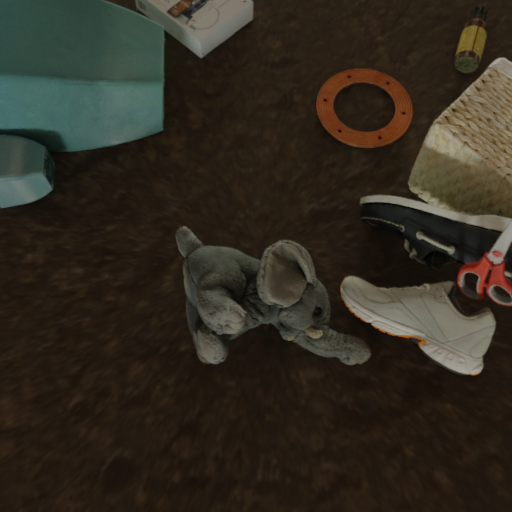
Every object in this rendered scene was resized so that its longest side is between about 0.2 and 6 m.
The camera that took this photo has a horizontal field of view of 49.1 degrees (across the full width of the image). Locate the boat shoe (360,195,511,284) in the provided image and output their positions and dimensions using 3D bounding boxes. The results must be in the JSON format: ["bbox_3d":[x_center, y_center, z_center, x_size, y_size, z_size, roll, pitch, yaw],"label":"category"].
[{"bbox_3d":[2.523,-0.207,7.567,2.831,1.070,0.854,18,93,47],"label":"boat shoe"}]

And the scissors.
[{"bbox_3d":[2.585,0.009,6.220,0.725,1.982,0.138,20,65,32],"label":"scissors"}]

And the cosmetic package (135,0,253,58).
[{"bbox_3d":[-1.131,-4.540,10.125,1.762,0.455,1.328,41,70,16],"label":"cosmetic package"}]

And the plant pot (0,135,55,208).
[{"bbox_3d":[-3.558,-1.298,8.513,0.859,0.841,0.843,-3,67,-3],"label":"plant pot"}]

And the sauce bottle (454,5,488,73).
[{"bbox_3d":[3.815,-3.827,9.822,0.435,0.435,1.345,20,68,8],"label":"sauce bottle"}]

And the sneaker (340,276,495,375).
[{"bbox_3d":[2.126,0.640,7.369,2.095,0.793,0.964,29,106,28],"label":"sneaker"}]

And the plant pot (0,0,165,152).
[{"bbox_3d":[-2.756,-2.816,8.660,2.653,1.875,1.874,0,66,-9],"label":"plant pot"}]

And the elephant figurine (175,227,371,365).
[{"bbox_3d":[0.245,0.556,7.538,2.285,1.773,1.617,-9,27,-16],"label":"elephant figurine"}]

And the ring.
[{"bbox_3d":[1.805,-2.466,9.393,1.604,0.154,1.604,0,66,0],"label":"ring"}]

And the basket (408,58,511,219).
[{"bbox_3d":[3.447,-1.344,7.968,1.521,1.892,1.875,-42,73,-14],"label":"basket"}]
